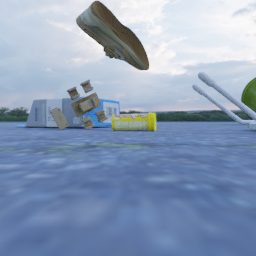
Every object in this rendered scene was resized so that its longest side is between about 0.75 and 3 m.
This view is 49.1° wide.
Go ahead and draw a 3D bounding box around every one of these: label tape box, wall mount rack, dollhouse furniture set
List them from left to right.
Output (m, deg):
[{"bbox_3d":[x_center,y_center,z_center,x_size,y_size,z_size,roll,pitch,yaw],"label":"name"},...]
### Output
[{"bbox_3d":[-1.898,-0.461,8.790,2.727,0.901,1.954,3,3,28],"label":"label tape box"},{"bbox_3d":[-1.223,-0.443,6.705,1.155,1.012,0.767,-28,11,-14],"label":"dollhouse furniture set"},{"bbox_3d":[2.576,-0.463,5.386,2.526,1.084,2.907,0,1,10],"label":"wall mount rack"}]

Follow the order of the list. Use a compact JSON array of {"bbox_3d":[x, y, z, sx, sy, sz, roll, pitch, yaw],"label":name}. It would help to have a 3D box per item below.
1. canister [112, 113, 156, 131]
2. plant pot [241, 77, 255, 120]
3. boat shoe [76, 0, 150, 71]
[{"bbox_3d":[0.141,-0.124,5.948,0.882,0.382,0.655,-1,1,9],"label":"canister"},{"bbox_3d":[6.873,-1.211,13.270,2.625,2.625,2.528,0,13,17],"label":"plant pot"},{"bbox_3d":[-0.369,-2.715,8.871,0.923,1.020,2.861,-25,-44,31],"label":"boat shoe"}]
